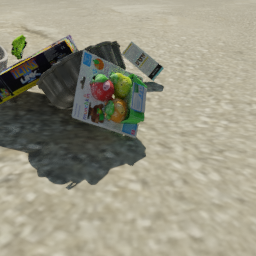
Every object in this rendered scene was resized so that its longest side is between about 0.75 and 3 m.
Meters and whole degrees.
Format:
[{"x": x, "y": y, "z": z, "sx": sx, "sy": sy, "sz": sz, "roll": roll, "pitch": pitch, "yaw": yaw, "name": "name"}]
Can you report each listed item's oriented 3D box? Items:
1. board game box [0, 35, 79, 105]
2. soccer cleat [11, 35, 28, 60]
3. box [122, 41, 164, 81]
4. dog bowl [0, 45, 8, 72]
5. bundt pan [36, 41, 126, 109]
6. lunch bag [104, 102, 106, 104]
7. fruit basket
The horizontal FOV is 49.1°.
[{"x": -3.058, "y": -2.016, "z": 9.289, "sx": 2.904, "sy": 0.824, "sz": 2.401, "roll": -27, "pitch": 24, "yaw": 3, "name": "board game box"}, {"x": -3.618, "y": -2.681, "z": 9.383, "sx": 0.541, "sy": 0.450, "sz": 1.334, "roll": -53, "pitch": 14, "yaw": -19, "name": "soccer cleat"}, {"x": 0.581, "y": -2.647, "z": 11.094, "sx": 1.649, "sy": 0.678, "sz": 0.405, "roll": 42, "pitch": 14, "yaw": 10, "name": "box"}, {"x": -6.005, "y": -2.948, "z": 10.983, "sx": 2.629, "sy": 0.771, "sz": 2.629, "roll": 28, "pitch": 26, "yaw": -15, "name": "dog bowl"}, {"x": -1.255, "y": -1.447, "z": 8.546, "sx": 2.827, "sy": 1.061, "sz": 2.827, "roll": -28, "pitch": 0, "yaw": 0, "name": "bundt pan"}, {"x": -1.016, "y": -0.636, "z": 8.665, "sx": 0.840, "sy": 0.512, "sz": 0.716, "roll": 38, "pitch": 38, "yaw": 2, "name": "lunch bag"}, {"x": -0.398, "y": -0.866, "z": 7.306, "sx": 2.009, "sy": 1.861, "sz": 0.942, "roll": 22, "pitch": -24, "yaw": -39, "name": "fruit basket"}]
